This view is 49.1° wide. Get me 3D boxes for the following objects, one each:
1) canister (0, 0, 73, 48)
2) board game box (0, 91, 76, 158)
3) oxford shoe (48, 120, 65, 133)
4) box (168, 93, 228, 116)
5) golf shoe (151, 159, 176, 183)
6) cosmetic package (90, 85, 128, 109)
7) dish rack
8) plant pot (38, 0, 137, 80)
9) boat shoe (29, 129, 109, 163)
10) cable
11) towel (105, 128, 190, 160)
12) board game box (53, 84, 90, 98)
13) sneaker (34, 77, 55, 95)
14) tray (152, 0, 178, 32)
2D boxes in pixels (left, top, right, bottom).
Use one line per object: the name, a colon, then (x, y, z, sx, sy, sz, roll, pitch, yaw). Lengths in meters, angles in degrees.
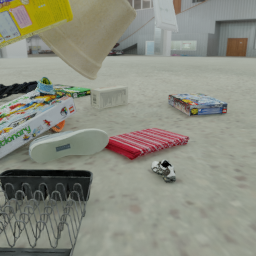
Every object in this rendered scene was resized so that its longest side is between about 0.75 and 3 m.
canister: (-2.907, -2.965, 6.603, 2.822, 2.096, 1.221, -24, 66, -8)
board game box: (-2.799, -0.112, 6.744, 1.698, 0.466, 2.691, 12, 36, 35)
oxford shoe: (-2.426, -0.297, 8.383, 0.721, 0.705, 1.979, -44, 34, 4)
box: (2.523, -0.916, 10.459, 1.413, 0.412, 2.063, -4, 18, -12)
golf shoe: (0.679, 0.726, 5.297, 0.297, 0.361, 0.764, -9, 18, -23)
cosmetic package: (-0.717, -1.223, 10.944, 1.420, 0.734, 0.620, -13, 22, -39)
dish rack: (-1.265, 1.161, 3.655, 1.442, 0.513, 1.880, -1, 18, 1)
plant pot: (-1.221, -3.498, 9.215, 2.583, 2.822, 2.822, -42, 10, 15)
boat shoe: (-1.319, 0.296, 6.242, 1.747, 0.610, 0.622, -11, 24, -22)
cable: (-5.468, -1.815, 12.895, 2.179, 0.678, 2.671, 6, 19, 23)
towel: (0.403, 0.323, 6.848, 1.870, 0.210, 1.352, -11, 18, -37)
board game box: (-3.062, -1.810, 13.585, 2.611, 0.306, 1.368, 13, 19, 36)
sneaker: (-3.616, -1.592, 11.544, 1.638, 1.070, 0.652, 10, 21, 31)
tray: (1.360, -4.218, 10.137, 0.876, 1.632, 0.181, 4, -26, -20)
